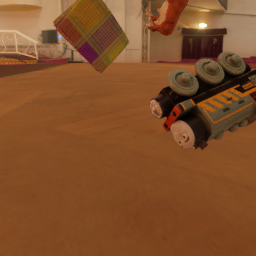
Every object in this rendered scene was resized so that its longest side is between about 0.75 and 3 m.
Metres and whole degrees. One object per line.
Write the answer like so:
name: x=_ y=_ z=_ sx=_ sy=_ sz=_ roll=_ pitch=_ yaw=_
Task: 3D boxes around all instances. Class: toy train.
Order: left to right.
toy train: x=0.911 y=-0.294 z=2.943 sx=1.386 sy=0.591 sz=0.790 roll=-24 pitch=68 yaw=-27

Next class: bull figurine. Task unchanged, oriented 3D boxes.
bull figurine: x=1.318 y=-3.879 z=8.795 sx=1.254 sy=2.065 sz=0.673 roll=10 pitch=42 yaw=-15

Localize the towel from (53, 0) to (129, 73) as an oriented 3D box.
towel: x=-1.072 y=-3.066 z=9.032 sx=2.324 sy=1.669 sz=0.265 roll=43 pitch=1 yaw=-43
